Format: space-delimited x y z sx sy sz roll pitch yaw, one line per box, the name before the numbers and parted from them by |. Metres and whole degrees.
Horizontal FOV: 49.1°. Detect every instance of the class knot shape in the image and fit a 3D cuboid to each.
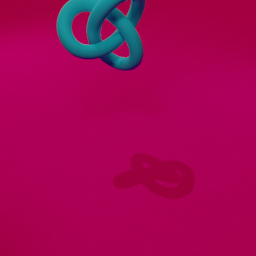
knot shape | -0.285 -1.867 5.035 1.680 1.572 0.776 26 31 -30
